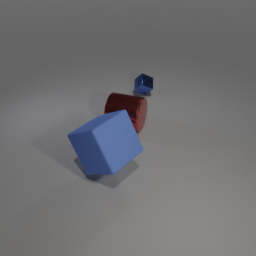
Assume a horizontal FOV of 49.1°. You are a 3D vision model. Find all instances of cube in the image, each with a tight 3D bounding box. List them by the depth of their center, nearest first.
[{"bbox_3d":[-0.670,0.440,8.427,1.400,1.400,1.400,-9,20,48],"label":"cube"},{"bbox_3d":[0.787,-2.194,14.049,0.700,0.700,0.700,16,63,-30],"label":"cube"}]

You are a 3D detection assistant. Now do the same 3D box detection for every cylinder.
[{"bbox_3d":[-0.068,-0.660,11.361,1.400,1.400,1.400,11,33,17],"label":"cylinder"}]
